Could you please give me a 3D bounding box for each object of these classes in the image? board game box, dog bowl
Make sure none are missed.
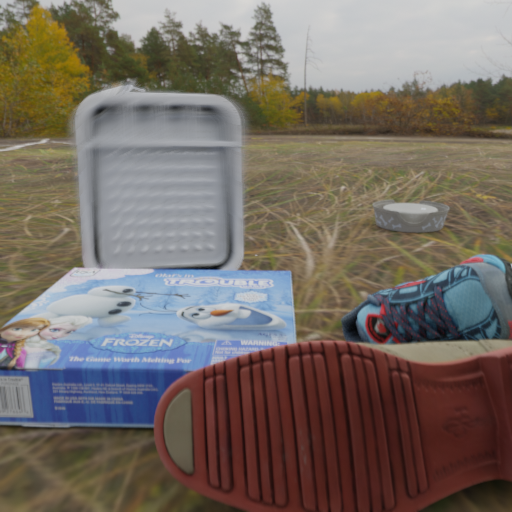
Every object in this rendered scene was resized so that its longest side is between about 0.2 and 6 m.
[{"bbox_3d":[-1.153,0.904,6.760,3.238,0.702,3.222,1,15,2],"label":"board game box"},{"bbox_3d":[3.813,-0.995,13.905,1.827,0.536,1.827,0,16,0],"label":"dog bowl"}]

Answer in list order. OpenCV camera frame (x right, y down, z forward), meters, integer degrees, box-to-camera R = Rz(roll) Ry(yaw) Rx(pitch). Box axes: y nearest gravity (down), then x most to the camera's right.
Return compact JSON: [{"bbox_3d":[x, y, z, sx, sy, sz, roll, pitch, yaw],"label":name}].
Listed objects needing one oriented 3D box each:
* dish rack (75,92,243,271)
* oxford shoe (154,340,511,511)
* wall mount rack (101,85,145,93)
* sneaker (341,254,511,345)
[{"bbox_3d":[-1.595,-1.107,9.473,2.674,3.115,0.678,-2,2,-14],"label":"dish rack"},{"bbox_3d":[1.062,1.368,4.762,3.764,1.326,1.408,1,-7,-7],"label":"oxford shoe"},{"bbox_3d":[-2.473,-2.814,9.960,0.998,0.372,0.867,-3,42,27],"label":"wall mount rack"},{"bbox_3d":[1.784,0.763,6.098,1.270,1.055,2.659,-15,-10,-18],"label":"sneaker"}]
